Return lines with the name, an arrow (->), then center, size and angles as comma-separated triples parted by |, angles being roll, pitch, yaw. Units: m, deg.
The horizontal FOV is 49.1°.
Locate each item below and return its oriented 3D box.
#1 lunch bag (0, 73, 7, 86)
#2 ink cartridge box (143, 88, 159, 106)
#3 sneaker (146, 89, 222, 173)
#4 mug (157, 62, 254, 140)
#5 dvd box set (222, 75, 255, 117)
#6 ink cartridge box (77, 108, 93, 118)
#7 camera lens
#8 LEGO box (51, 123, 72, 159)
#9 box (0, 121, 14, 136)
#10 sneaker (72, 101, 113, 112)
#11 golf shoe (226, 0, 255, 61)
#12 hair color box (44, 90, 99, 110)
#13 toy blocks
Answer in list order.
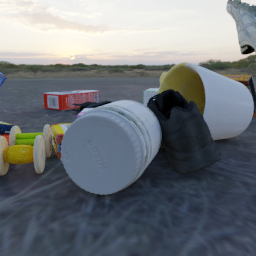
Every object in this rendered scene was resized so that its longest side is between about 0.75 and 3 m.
lunch bag -> -4.769, -1.875, 9.948 | 0.767, 0.479, 1.019 | 38, -3, -26
ink cartridge box -> 0.963, -0.961, 10.648 | 0.599, 0.994, 1.368 | 3, 13, 13
sneaker -> 0.805, -0.168, 5.842 | 1.132, 1.353, 2.980 | -24, 17, -16
mug -> 1.984, -0.728, 7.062 | 1.973, 2.403, 1.925 | 3, -25, -27
dvd box set -> 3.738, -1.298, 10.867 | 2.383, 1.744, 0.350 | 14, 54, 46
ink cartridge box -> -0.447, -0.302, 8.910 | 2.191, 0.483, 2.232 | 0, 11, -2
camera lens -> -0.185, 0.230, 4.524 | 1.261, 1.261, 1.577 | 4, 12, 17
LEGO box -> -1.190, 0.235, 6.331 | 0.952, 0.493, 1.278 | -4, 13, -19
box -> -4.187, -0.122, 6.523 | 1.644, 0.454, 2.407 | 11, 0, 42
sneaker -> -1.363, -0.869, 11.405 | 1.648, 0.495, 0.860 | -13, 22, -35
golf shoe -> 3.291, -2.737, 7.772 | 1.013, 1.258, 2.587 | 7, 37, -18
hair color box -> -2.576, -1.352, 13.073 | 1.296, 0.747, 2.337 | 8, 13, 35
toy blocks -> -2.478, 0.385, 5.204 | 1.888, 0.686, 1.574 | -2, 13, -7
